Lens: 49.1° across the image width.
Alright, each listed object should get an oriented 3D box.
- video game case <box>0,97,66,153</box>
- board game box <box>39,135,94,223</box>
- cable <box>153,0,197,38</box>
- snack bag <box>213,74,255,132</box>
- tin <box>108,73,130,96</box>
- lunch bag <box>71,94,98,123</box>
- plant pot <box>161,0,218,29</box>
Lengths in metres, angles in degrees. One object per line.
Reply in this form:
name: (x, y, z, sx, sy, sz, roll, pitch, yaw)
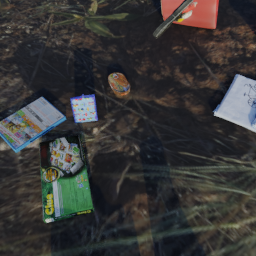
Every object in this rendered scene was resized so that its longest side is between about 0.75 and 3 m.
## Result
video game case: (-3.158, -0.172, 9.050, 1.345, 0.167, 1.879, 38, 60, 26)
board game box: (-1.767, 1.300, 7.799, 1.282, 0.287, 2.447, -9, 52, -10)
cable: (1.500, -3.314, 8.432, 0.478, 0.922, 1.898, 42, 59, -6)
snack bag: (4.555, -0.795, 9.478, 2.658, 0.284, 2.506, 26, 56, 20)
tin: (-0.331, -1.594, 10.176, 0.622, 0.233, 1.111, -15, 52, -17)
lunch bag: (-1.390, -0.668, 8.915, 0.748, 0.993, 0.467, -7, 51, -5)
plant pot: (2.722, -5.615, 12.133, 2.283, 2.581, 2.581, 4, 50, 17)
